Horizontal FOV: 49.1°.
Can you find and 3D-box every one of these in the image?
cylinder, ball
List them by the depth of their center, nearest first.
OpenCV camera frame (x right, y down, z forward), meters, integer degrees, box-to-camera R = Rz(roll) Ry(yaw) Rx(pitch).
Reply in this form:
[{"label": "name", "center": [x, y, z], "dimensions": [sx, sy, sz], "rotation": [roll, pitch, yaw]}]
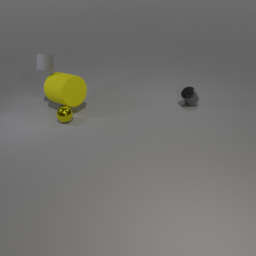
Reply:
[{"label": "ball", "center": [-2.726, -0.584, 12.059], "dimensions": [0.700, 0.700, 0.700], "rotation": [0, 31, 0]}, {"label": "cylinder", "center": [-3.667, -2.883, 12.388], "dimensions": [0.700, 0.700, 0.700], "rotation": [4, 11, -1]}, {"label": "cylinder", "center": [-2.843, -1.761, 12.731], "dimensions": [1.400, 1.400, 1.400], "rotation": [18, 35, 39]}, {"label": "cylinder", "center": [2.958, -1.498, 13.329], "dimensions": [0.700, 0.700, 0.700], "rotation": [-14, 58, 23]}]
